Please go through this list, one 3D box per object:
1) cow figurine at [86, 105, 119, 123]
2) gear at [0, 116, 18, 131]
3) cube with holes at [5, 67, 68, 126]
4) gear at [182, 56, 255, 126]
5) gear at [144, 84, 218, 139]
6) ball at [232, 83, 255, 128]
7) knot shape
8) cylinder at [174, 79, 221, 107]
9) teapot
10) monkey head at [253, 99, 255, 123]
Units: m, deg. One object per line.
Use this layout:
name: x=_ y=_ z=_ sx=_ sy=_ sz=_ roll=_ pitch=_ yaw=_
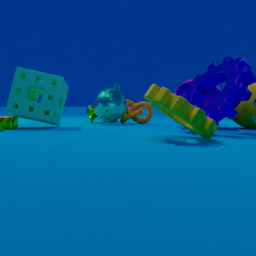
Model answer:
cow figurine: x=-0.931 y=-0.540 z=10.709 sx=1.270 sy=0.697 sz=1.250 roll=14 pitch=13 yaw=5
gear: x=-4.004 y=-0.135 z=7.659 sx=1.816 sy=0.336 sz=1.816 roll=0 pitch=5 yaw=0
cube with holes: x=-2.568 y=-0.858 z=8.137 sx=1.263 sy=1.263 sz=1.263 roll=12 pitch=-6 yaw=-4
gear: x=1.954 y=-0.779 z=6.461 sx=0.355 sy=1.917 sz=1.917 roll=37 pitch=-10 yaw=-21
gear: x=0.976 y=-0.300 z=5.268 sx=1.444 sy=0.267 sz=1.444 roll=34 pitch=1 yaw=-1
ball: x=3.462 y=-0.625 z=7.877 sx=1.263 sy=1.263 sz=1.263 roll=0 pitch=5 yaw=0
knot shape: x=0.171 y=-0.521 z=9.944 sx=1.149 sy=0.567 sz=1.228 roll=-36 pitch=46 yaw=-26
cylinder: x=2.066 y=-0.703 z=8.171 sx=1.359 sy=1.359 sz=1.359 roll=2 pitch=5 yaw=19
teapot: x=-0.601 y=-0.809 z=9.480 sx=1.166 sy=1.875 sz=0.918 roll=13 pitch=-38 yaw=9
monkey head: x=3.320 y=-0.393 z=5.617 sx=1.377 sy=1.914 sz=1.154 roll=22 pitch=-28 yaw=-15
